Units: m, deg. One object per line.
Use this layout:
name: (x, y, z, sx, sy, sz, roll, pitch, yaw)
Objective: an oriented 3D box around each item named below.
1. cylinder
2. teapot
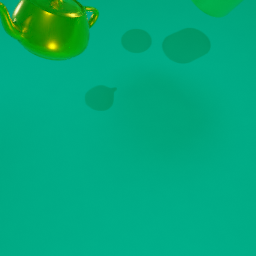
cylinder: (1.806, -2.833, 5.007, 1.179, 1.179, 1.179, 9, 68, -25)
teapot: (-0.825, -1.144, 2.960, 0.835, 0.657, 1.342, 44, 42, 21)
